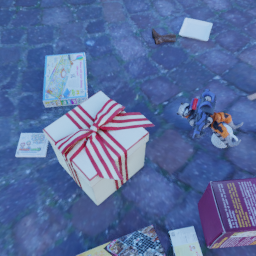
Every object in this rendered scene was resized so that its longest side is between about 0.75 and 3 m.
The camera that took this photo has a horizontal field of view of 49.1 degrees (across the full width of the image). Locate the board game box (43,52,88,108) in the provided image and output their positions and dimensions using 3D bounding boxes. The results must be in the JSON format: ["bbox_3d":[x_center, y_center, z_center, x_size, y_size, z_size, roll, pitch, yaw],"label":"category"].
[{"bbox_3d":[-2.710,-2.150,12.226,1.801,0.459,2.679,-6,57,-3],"label":"board game box"}]

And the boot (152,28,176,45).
[{"bbox_3d":[1.783,-4.621,13.906,1.093,0.351,1.019,-13,71,-5],"label":"boot"}]

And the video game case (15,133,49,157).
[{"bbox_3d":[-3.591,0.636,10.598,1.108,0.131,1.008,0,57,0],"label":"video game case"}]

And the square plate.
[{"bbox_3d":[3.444,-4.980,14.234,1.458,0.207,1.444,17,58,10],"label":"square plate"}]

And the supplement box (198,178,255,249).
[{"bbox_3d":[3.798,2.504,8.331,2.907,1.903,1.500,-4,55,-3],"label":"supplement box"}]

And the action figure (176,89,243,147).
[{"bbox_3d":[2.335,-0.084,8.317,1.985,1.073,2.052,30,51,6],"label":"action figure"}]

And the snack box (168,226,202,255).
[{"bbox_3d":[1.794,3.767,8.468,0.809,0.258,1.393,-9,57,-6],"label":"snack box"}]

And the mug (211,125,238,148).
[{"bbox_3d":[3.638,0.327,10.399,0.916,0.803,0.677,32,62,19],"label":"mug"}]

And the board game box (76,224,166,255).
[{"bbox_3d":[-0.086,4.092,8.153,2.480,0.429,1.680,-18,59,-11],"label":"board game box"}]

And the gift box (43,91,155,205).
[{"bbox_3d":[-0.749,0.661,9.070,2.844,2.656,2.624,37,64,23],"label":"gift box"}]
